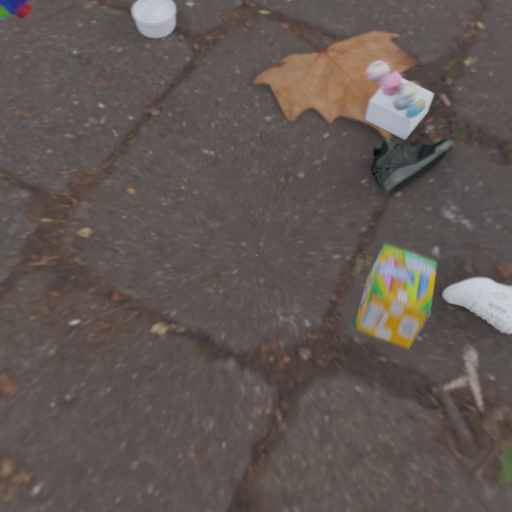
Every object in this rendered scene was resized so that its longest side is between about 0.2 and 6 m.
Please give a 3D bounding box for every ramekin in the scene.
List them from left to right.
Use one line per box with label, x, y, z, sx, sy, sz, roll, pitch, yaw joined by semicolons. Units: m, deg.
ramekin;-2.378;-5.599;13.197;0.990;0.520;0.990;0;60;-1

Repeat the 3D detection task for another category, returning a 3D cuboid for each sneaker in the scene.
sneaker;3.001;-2.016;11.064;1.790;0.684;1.025;-31;71;-10
sneaker;4.017;0.848;9.474;1.666;0.624;0.830;8;61;4

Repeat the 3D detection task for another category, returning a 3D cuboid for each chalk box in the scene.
chalk box;1.830;0.414;7.255;0.752;0.757;1.213;19;46;6

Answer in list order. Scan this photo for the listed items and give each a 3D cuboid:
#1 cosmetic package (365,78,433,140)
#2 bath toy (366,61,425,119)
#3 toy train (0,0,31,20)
cosmetic package;2.991;-3.128;11.748;0.980;0.604;0.983;33;67;17
bath toy;2.450;-3.026;10.034;0.480;0.565;1.298;-21;64;-36
toy train;-3.545;-4.007;8.318;0.831;0.608;1.436;-11;46;36
